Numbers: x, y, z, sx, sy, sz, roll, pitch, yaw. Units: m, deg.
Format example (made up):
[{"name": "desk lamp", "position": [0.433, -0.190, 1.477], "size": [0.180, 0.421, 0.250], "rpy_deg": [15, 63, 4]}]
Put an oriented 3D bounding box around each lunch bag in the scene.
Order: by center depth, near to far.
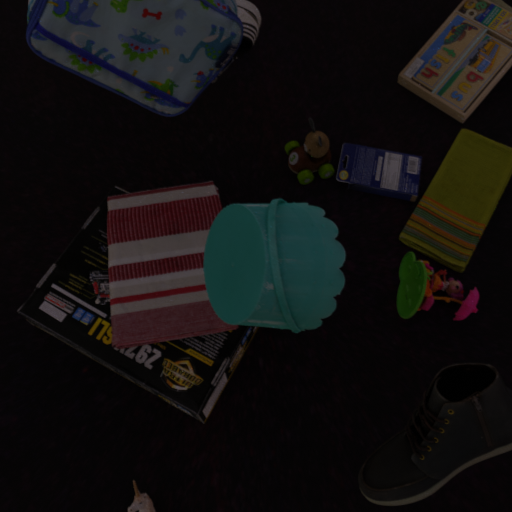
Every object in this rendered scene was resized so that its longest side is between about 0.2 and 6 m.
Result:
[{"name": "lunch bag", "position": [-1.824, -3.541, 8.575], "size": [2.914, 2.343, 1.202], "rpy_deg": [21, 44, -38]}]

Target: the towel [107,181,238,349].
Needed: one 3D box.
[{"name": "towel", "position": [-1.414, 0.078, 9.104], "size": [1.955, 0.309, 2.714], "rpy_deg": [-8, 63, -3]}]

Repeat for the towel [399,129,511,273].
[{"name": "towel", "position": [3.897, -1.150, 10.572], "size": [1.285, 0.270, 2.986], "rpy_deg": [29, 68, 12]}]

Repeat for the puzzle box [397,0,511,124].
[{"name": "puzzle box", "position": [4.387, -4.147, 11.644], "size": [1.673, 0.320, 2.514], "rpy_deg": [39, 84, 16]}]

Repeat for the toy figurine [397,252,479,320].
[{"name": "toy figurine", "position": [3.159, 0.601, 9.564], "size": [1.225, 0.999, 1.331], "rpy_deg": [15, 40, -8]}]

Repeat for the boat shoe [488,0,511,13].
[{"name": "boat shoe", "position": [5.256, -5.084, 12.194], "size": [0.695, 0.595, 1.899], "rpy_deg": [-39, 76, 18]}]

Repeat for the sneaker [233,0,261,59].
[{"name": "sneaker", "position": [-1.179, -4.298, 10.223], "size": [2.527, 0.954, 1.454], "rpy_deg": [10, 46, -5]}]

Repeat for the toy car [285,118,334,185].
[{"name": "toy car", "position": [1.037, -2.042, 10.544], "size": [0.845, 1.071, 0.880], "rpy_deg": [-17, 66, -8]}]

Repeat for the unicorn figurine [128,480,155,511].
[{"name": "unicorn figurine", "position": [-1.580, 4.085, 8.010], "size": [1.396, 0.516, 0.959], "rpy_deg": [40, 60, 2]}]

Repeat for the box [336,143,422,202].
[{"name": "box", "position": [2.359, -1.629, 10.801], "size": [1.552, 0.251, 0.940], "rpy_deg": [12, 65, 4]}]

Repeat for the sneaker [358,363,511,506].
[{"name": "sneaker", "position": [1.882, 1.935, 6.245], "size": [2.110, 1.121, 0.789], "rpy_deg": [-34, 31, 12]}]

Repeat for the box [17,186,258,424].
[{"name": "box", "position": [-1.683, 0.697, 9.388], "size": [3.442, 0.849, 2.748], "rpy_deg": [26, 69, 12]}]

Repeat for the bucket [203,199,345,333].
[{"name": "bucket", "position": [0.170, 0.112, 7.013], "size": [1.124, 1.727, 1.727], "rpy_deg": [1, 60, -33]}]
